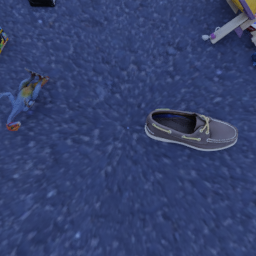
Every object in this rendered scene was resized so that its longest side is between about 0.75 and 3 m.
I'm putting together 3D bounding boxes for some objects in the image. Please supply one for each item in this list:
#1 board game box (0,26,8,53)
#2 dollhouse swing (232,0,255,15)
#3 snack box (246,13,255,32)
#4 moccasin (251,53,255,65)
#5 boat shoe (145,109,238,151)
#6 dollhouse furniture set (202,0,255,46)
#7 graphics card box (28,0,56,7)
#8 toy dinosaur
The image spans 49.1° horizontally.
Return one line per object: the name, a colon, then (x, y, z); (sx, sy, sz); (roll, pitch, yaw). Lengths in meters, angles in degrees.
board game box: (-4.462, -2.749, 8.892); (0.387, 1.128, 1.365); (13, 67, 7)
dollhouse swing: (3.701, -4.601, 9.737); (1.393, 1.225, 1.266); (33, 83, -25)
snack box: (5.134, -3.113, 9.516); (0.872, 0.295, 2.425); (-40, 71, -17)
moccasin: (4.302, -2.073, 8.988); (0.306, 0.361, 0.897); (-32, 67, -27)
boat shoe: (1.800, 0.001, 7.791); (2.634, 0.784, 0.946); (9, 65, 4)
dollhouse furniture set: (3.426, -3.703, 9.882); (1.627, 1.816, 2.292); (-33, 35, 28)
graphics card box: (-3.116, -5.163, 10.439); (0.915, 0.371, 1.459); (3, 66, 1)
toy dinosaur: (-2.865, -0.744, 8.026); (1.010, 1.924, 1.746); (25, 96, 17)
